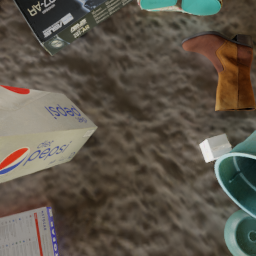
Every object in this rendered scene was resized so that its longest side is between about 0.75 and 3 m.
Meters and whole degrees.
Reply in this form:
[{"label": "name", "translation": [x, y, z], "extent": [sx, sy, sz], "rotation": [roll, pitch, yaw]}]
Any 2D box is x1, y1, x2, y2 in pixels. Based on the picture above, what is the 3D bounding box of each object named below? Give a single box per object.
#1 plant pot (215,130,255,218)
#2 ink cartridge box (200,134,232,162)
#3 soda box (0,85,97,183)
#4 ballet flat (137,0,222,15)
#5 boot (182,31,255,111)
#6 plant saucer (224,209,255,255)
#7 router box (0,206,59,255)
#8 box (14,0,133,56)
[{"label": "plant pot", "translation": [3.438, 0.673, 5.976], "extent": [2.217, 2.217, 2.171], "rotation": [44, 69, 10]}, {"label": "ink cartridge box", "translation": [2.107, 0.475, 6.681], "extent": [0.499, 0.776, 0.486], "rotation": [-16, 76, -4]}, {"label": "soda box", "translation": [-1.433, 0.043, 3.597], "extent": [0.899, 2.633, 0.835], "rotation": [44, 104, 11]}, {"label": "ballet flat", "translation": [1.424, -3.692, 7.786], "extent": [2.367, 0.895, 0.757], "rotation": [5, 59, -2]}, {"label": "boot", "translation": [2.359, -1.429, 7.390], "extent": [1.914, 0.696, 2.033], "rotation": [4, 82, -7]}, {"label": "plant saucer", "translation": [2.857, 2.486, 6.443], "extent": [1.216, 0.219, 1.216], "rotation": [0, 76, 0]}, {"label": "router box", "translation": [-2.385, 2.799, 6.246], "extent": [1.558, 0.424, 1.736], "rotation": [-13, 76, -3]}, {"label": "box", "translation": [-1.526, -3.710, 7.565], "extent": [2.908, 0.633, 2.330], "rotation": [-33, 73, 1]}]
